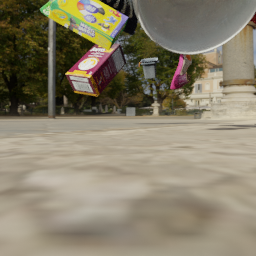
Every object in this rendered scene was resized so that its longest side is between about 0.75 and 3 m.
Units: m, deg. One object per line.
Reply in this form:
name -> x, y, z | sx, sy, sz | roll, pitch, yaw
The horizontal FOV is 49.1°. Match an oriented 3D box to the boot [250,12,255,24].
boot -> 3.537, -2.824, 7.379 | 1.364, 0.685, 1.891 | 23, 3, 20

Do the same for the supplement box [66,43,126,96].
supplement box -> -1.330, -2.623, 12.266 | 1.365, 1.060, 2.474 | 13, 52, 30

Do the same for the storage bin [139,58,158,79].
storage bin -> 0.848, -2.413, 11.378 | 0.773, 0.714, 1.063 | -4, 18, 8

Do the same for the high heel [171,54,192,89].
high heel -> 1.807, -2.072, 9.772 | 0.749, 1.561, 0.526 | -20, -31, 40

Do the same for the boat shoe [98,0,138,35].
boat shoe -> -0.327, -3.014, 6.215 | 1.327, 1.069, 2.862 | 14, -2, 2

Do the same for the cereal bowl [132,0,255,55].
cereal bowl -> 1.424, -3.176, 6.112 | 2.931, 2.931, 1.220 | -1, 35, -15

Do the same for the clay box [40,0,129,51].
clay box -> -0.785, -2.082, 5.148 | 1.425, 0.819, 0.339 | 28, -40, -5
